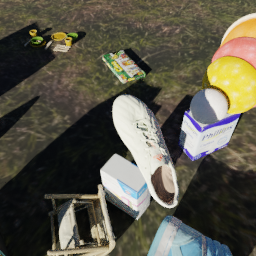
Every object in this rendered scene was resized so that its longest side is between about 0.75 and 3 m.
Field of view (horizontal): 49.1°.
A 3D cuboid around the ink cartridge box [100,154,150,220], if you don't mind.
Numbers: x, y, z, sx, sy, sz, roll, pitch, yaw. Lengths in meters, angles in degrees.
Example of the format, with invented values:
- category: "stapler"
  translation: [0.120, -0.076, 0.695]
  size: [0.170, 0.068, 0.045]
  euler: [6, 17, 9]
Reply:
- category: "ink cartridge box"
  translation: [-0.027, 1.349, 6.286]
  size: [0.964, 1.334, 0.565]
  euler: [27, 56, 24]

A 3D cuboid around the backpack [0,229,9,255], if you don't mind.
- category: "backpack"
  translation: [-3.478, 2.470, 4.612]
  size: [2.519, 2.214, 1.931]
  euler: [-25, 49, -20]

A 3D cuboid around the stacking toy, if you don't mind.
- category: "stacking toy"
  translation: [2.069, -0.937, 5.450]
  size: [2.620, 1.914, 1.914]
  euler: [-35, 56, -29]

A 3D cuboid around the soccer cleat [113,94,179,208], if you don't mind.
- category: "soccer cleat"
  translation: [0.266, 0.264, 3.428]
  size: [0.517, 0.579, 1.493]
  euler: [-25, 95, -4]

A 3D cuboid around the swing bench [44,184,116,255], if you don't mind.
- category: "swing bench"
  translation: [-1.035, 2.067, 5.964]
  size: [1.316, 0.854, 1.309]
  euler: [-7, 46, -13]

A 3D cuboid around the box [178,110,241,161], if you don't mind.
- category: "box"
  translation: [2.130, 0.044, 7.494]
  size: [1.238, 1.346, 0.706]
  euler: [-21, 50, -18]

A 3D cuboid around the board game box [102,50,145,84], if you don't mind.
- category: "board game box"
  translation: [-0.194, -2.339, 10.556]
  size: [0.936, 0.210, 1.787]
  euler: [-23, 50, -18]

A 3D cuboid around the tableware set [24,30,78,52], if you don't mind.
- category: "tableware set"
  translation: [-3.247, -3.820, 11.873]
  size: [2.070, 0.318, 1.395]
  euler: [11, 47, 10]

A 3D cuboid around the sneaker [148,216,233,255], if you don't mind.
- category: "sneaker"
  translation: [1.062, 3.033, 4.835]
  size: [1.848, 1.126, 2.830]
  euler: [17, 50, 17]
